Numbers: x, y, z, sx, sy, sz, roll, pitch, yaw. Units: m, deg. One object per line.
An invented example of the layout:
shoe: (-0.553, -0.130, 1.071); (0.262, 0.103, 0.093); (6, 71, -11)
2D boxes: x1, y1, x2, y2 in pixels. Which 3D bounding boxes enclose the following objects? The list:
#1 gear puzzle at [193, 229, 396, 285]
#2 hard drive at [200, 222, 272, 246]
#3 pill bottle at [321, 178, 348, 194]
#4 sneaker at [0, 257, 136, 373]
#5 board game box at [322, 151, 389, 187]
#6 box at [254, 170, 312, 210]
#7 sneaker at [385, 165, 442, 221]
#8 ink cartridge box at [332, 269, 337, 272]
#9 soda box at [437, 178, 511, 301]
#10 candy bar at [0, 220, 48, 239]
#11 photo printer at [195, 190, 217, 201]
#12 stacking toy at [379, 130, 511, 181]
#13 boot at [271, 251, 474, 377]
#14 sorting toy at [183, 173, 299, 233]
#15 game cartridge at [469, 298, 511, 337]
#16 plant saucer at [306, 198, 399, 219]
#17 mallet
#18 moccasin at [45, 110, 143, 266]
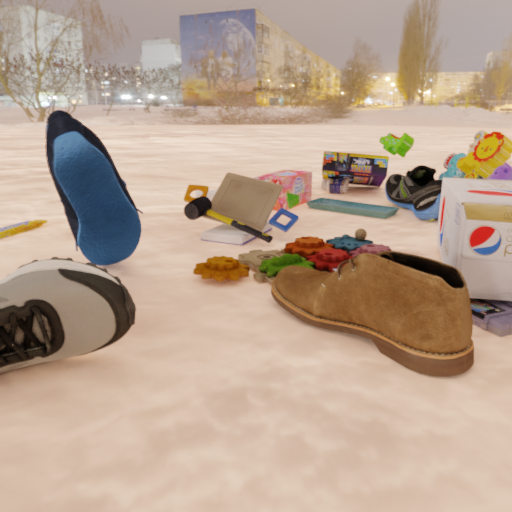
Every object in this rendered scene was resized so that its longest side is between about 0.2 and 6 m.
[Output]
gear puzzle: (0.642, -0.028, 9.645); (3.626, 0.475, 1.878); (-7, 18, -21)
hard drive: (-0.387, -0.522, 11.806); (0.959, 0.184, 1.454); (8, 18, 25)
pill bottle: (2.313, -2.059, 16.495); (0.749, 0.448, 0.448); (6, 18, 20)
sneaker: (-2.873, 0.866, 5.813); (3.237, 1.196, 1.283); (-8, 27, -4)
board game box: (2.895, -2.537, 16.632); (1.827, 0.627, 2.210); (7, 0, 9)
box: (0.740, -1.765, 14.847); (0.893, 0.824, 1.741); (10, 19, 30)
sneaker: (4.069, -1.699, 13.979); (1.021, 1.193, 2.879); (-1, 17, -7)
ink cartridge box: (1.977, 0.405, 8.585); (1.210, 0.246, 1.213); (-6, 17, -25)
soda box: (3.815, -0.454, 9.130); (1.427, 1.334, 4.191); (4, 14, 14)
candy bar: (-5.196, -0.557, 11.949); (0.420, 0.187, 1.685); (7, 17, 23)
photo printer: (-1.243, -1.619, 15.287); (0.842, 0.292, 0.700); (-3, 17, -7)
stacking toy: (4.943, -1.867, 12.520); (2.989, 0.931, 3.964); (27, 6, -25)
boot: (1.338, 0.388, 7.099); (1.147, 1.176, 3.116); (-18, 21, -35)
sorting toy: (-0.272, -1.107, 11.957); (2.581, 0.352, 1.453); (16, 55, 17)
game cartridge: (3.138, 0.696, 7.687); (0.895, 0.265, 1.380); (-3, 16, -24)
plant saucer: (2.389, -1.199, 14.065); (2.249, 0.213, 0.786); (13, 21, 35)
mallet: (-0.587, -0.661, 11.152); (1.897, 0.390, 0.625); (28, 31, 22)
moccasin: (-2.467, -1.005, 8.748); (1.237, 3.074, 1.048); (-20, 60, -18)
